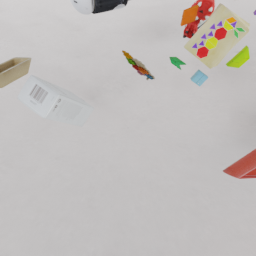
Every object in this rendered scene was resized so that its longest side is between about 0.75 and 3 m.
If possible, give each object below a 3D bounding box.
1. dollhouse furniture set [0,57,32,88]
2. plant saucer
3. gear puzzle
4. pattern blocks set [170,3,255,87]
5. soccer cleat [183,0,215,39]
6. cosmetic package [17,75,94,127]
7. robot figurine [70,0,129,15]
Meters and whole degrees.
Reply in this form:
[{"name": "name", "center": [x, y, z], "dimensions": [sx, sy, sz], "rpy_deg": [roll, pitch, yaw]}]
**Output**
[{"name": "dollhouse furniture set", "center": [-3.126, -1.452, 5.599], "dimensions": [1.527, 1.368, 1.927], "rpy_deg": [8, 35, 24]}, {"name": "plant saucer", "center": [2.733, 0.571, 5.149], "dimensions": [1.427, 1.424, 0.262], "rpy_deg": [5, 53, -31]}, {"name": "gear puzzle", "center": [0.177, -1.284, 5.792], "dimensions": [0.519, 1.003, 0.131], "rpy_deg": [36, 90, 37]}, {"name": "pattern blocks set", "center": [1.888, -1.933, 5.929], "dimensions": [2.117, 1.860, 0.172], "rpy_deg": [-38, 30, 23]}, {"name": "soccer cleat", "center": [2.313, -3.672, 9.074], "dimensions": [0.700, 2.040, 0.869], "rpy_deg": [23, 74, 3]}, {"name": "cosmetic package", "center": [-0.765, -0.273, 3.124], "dimensions": [0.426, 0.837, 0.310], "rpy_deg": [35, 94, 19]}, {"name": "robot figurine", "center": [-0.798, -4.368, 8.775], "dimensions": [2.152, 1.343, 1.617], "rpy_deg": [-18, 15, -15]}]
